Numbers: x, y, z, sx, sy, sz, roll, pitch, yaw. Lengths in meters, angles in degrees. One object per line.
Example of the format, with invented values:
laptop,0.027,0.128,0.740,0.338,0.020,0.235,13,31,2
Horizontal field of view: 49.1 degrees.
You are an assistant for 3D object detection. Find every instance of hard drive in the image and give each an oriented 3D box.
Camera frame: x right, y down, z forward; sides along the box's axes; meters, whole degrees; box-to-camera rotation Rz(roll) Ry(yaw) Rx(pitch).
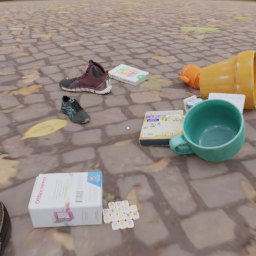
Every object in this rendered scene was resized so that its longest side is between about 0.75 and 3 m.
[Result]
hard drive,3.366,-0.358,10.046,1.264,0.256,1.917,8,68,29

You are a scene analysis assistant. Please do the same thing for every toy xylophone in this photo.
toy xylophone,3.144,-0.614,11.260,2.228,0.560,1.631,23,38,37

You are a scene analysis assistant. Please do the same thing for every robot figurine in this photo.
robot figurine,3.370,-2.623,14.209,1.249,1.013,1.736,-47,40,4

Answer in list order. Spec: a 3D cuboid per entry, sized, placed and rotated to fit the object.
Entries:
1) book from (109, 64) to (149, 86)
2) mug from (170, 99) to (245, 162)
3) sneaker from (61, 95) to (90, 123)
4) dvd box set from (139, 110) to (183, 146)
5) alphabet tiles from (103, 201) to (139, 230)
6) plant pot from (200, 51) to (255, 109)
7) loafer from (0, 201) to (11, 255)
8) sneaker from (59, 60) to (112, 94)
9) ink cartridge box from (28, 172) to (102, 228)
book,0.014,-2.841,15.164,1.891,0.454,1.263,23,42,30
mug,2.627,0.155,9.082,2.195,1.357,1.804,4,62,30
sneaker,-2.211,-0.759,11.441,0.684,0.719,1.814,-26,41,-38
dvd box set,1.302,-0.040,10.467,1.518,0.305,2.074,-2,31,12
alphabet tiles,-0.188,2.217,7.208,0.905,0.066,0.886,-5,32,-8
plant pot,4.389,-1.979,12.182,2.196,2.398,2.398,-1,28,30
loafer,-3.174,2.374,6.048,1.026,1.003,2.812,-10,33,-16
sneaker,-2.094,-2.577,13.567,2.694,1.556,1.019,6,32,9
ink cartridge box,-1.534,1.811,7.229,1.718,0.727,1.242,-1,32,-4
